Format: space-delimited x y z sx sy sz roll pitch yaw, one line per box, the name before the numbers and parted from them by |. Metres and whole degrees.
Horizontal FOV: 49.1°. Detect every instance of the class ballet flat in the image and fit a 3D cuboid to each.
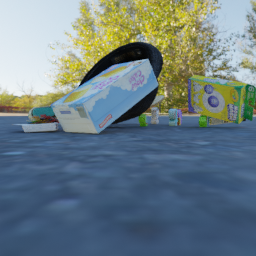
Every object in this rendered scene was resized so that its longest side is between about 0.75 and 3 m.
ballet flat | -2.392 -0.496 9.060 1.682 0.567 0.524 -3 -8 -36

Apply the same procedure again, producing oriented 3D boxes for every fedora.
fedora | -0.104 -1.057 8.085 2.895 2.895 1.322 2 -29 38

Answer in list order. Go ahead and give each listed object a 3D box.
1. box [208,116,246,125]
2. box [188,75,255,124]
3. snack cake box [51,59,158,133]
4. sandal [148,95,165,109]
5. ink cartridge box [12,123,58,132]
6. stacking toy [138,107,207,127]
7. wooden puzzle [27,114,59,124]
box | 2.845 -0.343 8.051 1.042 0.256 0.429 -7 -30 11
box | 2.425 -0.750 7.386 1.743 1.023 0.422 18 38 38
snack cake box | -0.452 -0.716 6.021 1.181 0.690 2.054 0 32 46
sandal | -0.038 -0.940 9.778 2.531 0.833 0.928 -20 19 10
ink cartridge box | -1.985 -0.013 6.093 0.871 0.177 0.869 -2 2 -10
stacking toy | 1.574 -0.386 9.172 1.991 0.620 2.640 1 4 17
wooden puzzle | -1.977 -0.154 6.566 0.563 0.067 0.949 -12 -12 11
